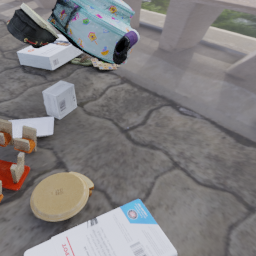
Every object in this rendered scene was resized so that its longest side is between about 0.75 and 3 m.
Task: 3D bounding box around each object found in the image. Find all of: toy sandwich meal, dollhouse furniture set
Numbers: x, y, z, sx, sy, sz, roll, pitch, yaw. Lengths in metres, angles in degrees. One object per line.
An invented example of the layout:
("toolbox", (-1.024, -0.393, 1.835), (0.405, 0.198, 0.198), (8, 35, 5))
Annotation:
("toy sandwich meal", (-1.734, 1.824, 7.403), (1.668, 0.571, 1.668), (-2, 41, 2))
("dollhouse furniture set", (-4.267, 1.112, 7.953), (2.770, 1.443, 2.800), (14, 39, 0))

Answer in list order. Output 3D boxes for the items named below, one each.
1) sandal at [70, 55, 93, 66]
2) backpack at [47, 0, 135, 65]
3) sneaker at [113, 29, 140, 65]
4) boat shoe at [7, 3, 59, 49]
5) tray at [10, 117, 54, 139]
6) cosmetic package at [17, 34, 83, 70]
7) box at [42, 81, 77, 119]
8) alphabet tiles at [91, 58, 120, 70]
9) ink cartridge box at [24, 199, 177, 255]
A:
("sandal", (-2.228, -3.450, 14.152), (1.488, 0.425, 0.591), (6, 35, 10))
("backpack", (-0.993, -3.634, 9.935), (2.559, 2.232, 2.911), (1, 44, -53))
("sneaker", (-0.196, -1.886, 6.741), (0.441, 1.165, 0.510), (48, 57, 2))
("boat shoe", (-2.940, -3.087, 8.860), (1.081, 0.926, 2.956), (43, 7, -9))
("tray", (-3.618, 0.063, 9.865), (1.988, 0.220, 1.067), (-6, 39, -7))
("cosmetic package", (-3.818, -4.001, 14.491), (2.197, 0.753, 2.913), (13, 39, 27))
("box", (-2.566, -1.075, 10.639), (0.690, 1.051, 1.056), (20, 43, 24))
("alphabet tiles", (-1.128, -3.241, 13.926), (1.341, 0.042, 1.116), (-5, 47, -24))
("ink cartridge box", (-0.552, 2.794, 5.824), (2.711, 0.904, 1.570), (-18, 42, -22))
